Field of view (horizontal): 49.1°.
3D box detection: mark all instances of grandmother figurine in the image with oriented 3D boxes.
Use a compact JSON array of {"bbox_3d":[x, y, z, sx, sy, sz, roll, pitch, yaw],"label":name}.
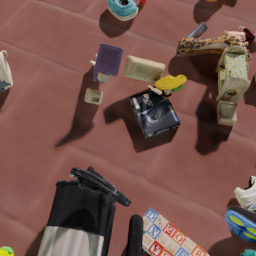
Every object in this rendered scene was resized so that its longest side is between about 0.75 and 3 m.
[{"bbox_3d":[4.099,-3.236,9.927,1.428,0.432,0.866,0,77,-3],"label":"grandmother figurine"}]

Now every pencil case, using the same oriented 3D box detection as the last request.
[{"bbox_3d":[-4.926,-1.429,8.530,2.831,1.101,1.266,-22,86,-11],"label":"pencil case"}]

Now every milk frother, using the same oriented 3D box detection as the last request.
[{"bbox_3d":[-0.980,2.253,5.608,2.341,2.594,2.440,-2,60,21],"label":"milk frother"}]

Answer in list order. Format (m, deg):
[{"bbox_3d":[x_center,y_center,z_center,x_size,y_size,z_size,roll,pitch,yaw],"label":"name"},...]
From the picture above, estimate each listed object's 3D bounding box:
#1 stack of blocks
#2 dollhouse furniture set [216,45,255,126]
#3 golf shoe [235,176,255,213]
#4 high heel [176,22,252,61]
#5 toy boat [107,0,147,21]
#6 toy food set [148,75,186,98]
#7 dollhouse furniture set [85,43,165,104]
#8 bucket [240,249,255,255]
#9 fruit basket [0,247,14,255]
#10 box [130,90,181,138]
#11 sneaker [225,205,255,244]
[{"bbox_3d":[0.925,2.915,6.536,1.855,0.543,1.068,37,68,18],"label":"stack of blocks"},{"bbox_3d":[3.749,-1.219,8.386,1.873,1.178,2.118,6,62,3],"label":"dollhouse furniture set"},{"bbox_3d":[3.627,1.512,7.239,1.819,0.712,0.884,-23,58,-14],"label":"golf shoe"},{"bbox_3d":[2.799,-2.481,9.356,2.252,0.804,1.605,39,75,22],"label":"high heel"},{"bbox_3d":[0.040,-4.830,10.545,1.681,0.781,1.413,-31,66,-15],"label":"toy boat"},{"bbox_3d":[1.230,-1.217,8.545,1.252,0.409,0.736,-29,39,-24],"label":"toy food set"},{"bbox_3d":[-0.173,-1.663,9.215,2.333,1.849,1.656,9,18,-20],"label":"dollhouse furniture set"},{"bbox_3d":[2.907,3.284,6.046,0.752,1.156,1.156,17,63,-1],"label":"bucket"},{"bbox_3d":[-3.026,3.223,5.844,1.131,1.568,1.568,5,62,2],"label":"fruit basket"},{"bbox_3d":[0.794,-0.490,8.497,1.116,0.303,1.393,-17,63,-9],"label":"box"},{"bbox_3d":[3.629,2.249,6.716,2.725,0.966,1.129,10,60,-2],"label":"sneaker"}]
